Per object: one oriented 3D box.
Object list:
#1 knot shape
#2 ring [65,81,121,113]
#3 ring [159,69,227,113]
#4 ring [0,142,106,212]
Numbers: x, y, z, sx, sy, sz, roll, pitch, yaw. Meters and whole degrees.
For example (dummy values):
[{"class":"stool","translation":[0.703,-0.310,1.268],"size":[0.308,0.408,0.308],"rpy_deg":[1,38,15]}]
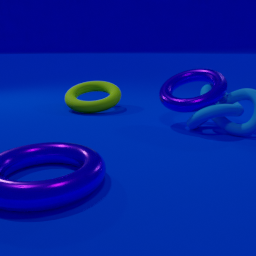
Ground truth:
[{"class":"knot shape","translation":[2.377,-0.445,7.307],"size":[1.823,0.900,1.948],"rpy_deg":[-21,31,-12]},{"class":"ring","translation":[-1.225,-1.125,9.860],"size":[1.987,0.397,1.987],"rpy_deg":[-2,34,1]},{"class":"ring","translation":[1.742,-1.052,7.620],"size":[1.829,0.366,1.829],"rpy_deg":[-14,36,10]},{"class":"ring","translation":[-1.370,0.697,4.555],"size":[2.022,0.404,2.022],"rpy_deg":[0,16,0]}]
